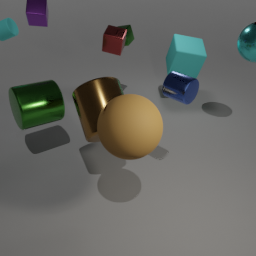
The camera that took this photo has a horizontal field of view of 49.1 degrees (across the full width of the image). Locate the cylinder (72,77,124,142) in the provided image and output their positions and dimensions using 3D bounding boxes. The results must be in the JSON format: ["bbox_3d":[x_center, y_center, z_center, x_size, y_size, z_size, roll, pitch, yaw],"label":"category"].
[{"bbox_3d":[-0.683,-0.482,7.767,1.400,1.400,1.400,-14,78,-22],"label":"cylinder"}]

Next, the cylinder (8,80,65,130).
[{"bbox_3d":[-3.003,-0.781,9.227,1.400,1.400,1.400,-18,36,-31],"label":"cylinder"}]

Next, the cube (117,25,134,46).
[{"bbox_3d":[-0.225,-4.176,12.690,0.700,0.700,0.700,4,42,29],"label":"cube"}]

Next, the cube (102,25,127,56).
[{"bbox_3d":[-0.485,-3.124,9.978,0.700,0.700,0.700,15,48,2],"label":"cube"}]

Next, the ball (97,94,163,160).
[{"bbox_3d":[0.044,-0.022,5.989,1.400,1.400,1.400,0,31,0],"label":"ball"}]

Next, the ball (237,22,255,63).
[{"bbox_3d":[4.605,-3.032,9.912,1.400,1.400,1.400,0,31,0],"label":"ball"}]

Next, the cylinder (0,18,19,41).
[{"bbox_3d":[-4.796,-3.859,10.972,0.700,0.700,0.700,-15,28,15],"label":"cylinder"}]

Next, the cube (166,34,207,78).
[{"bbox_3d":[2.650,-3.285,13.014,1.400,1.400,1.400,8,49,-7],"label":"cube"}]

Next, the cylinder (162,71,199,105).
[{"bbox_3d":[1.375,-1.051,7.320,0.700,0.700,0.700,28,41,34],"label":"cylinder"}]

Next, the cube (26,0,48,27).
[{"bbox_3d":[-3.360,-4.285,10.401,0.700,0.700,0.700,1,72,-10],"label":"cube"}]
